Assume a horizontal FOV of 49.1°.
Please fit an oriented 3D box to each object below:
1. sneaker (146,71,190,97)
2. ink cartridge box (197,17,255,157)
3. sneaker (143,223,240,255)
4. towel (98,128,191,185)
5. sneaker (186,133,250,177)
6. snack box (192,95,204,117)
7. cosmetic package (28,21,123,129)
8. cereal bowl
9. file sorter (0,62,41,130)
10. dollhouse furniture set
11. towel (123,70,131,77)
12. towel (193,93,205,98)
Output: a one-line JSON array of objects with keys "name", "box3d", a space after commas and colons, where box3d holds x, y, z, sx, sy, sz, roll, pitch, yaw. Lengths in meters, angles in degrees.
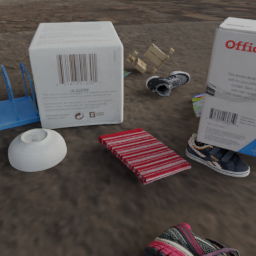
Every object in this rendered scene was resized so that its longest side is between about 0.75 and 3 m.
[{"name": "sneaker", "box3d": [1.520, -1.530, 9.972, 1.634, 0.617, 0.930, -10, 33, -6]}, {"name": "ink cartridge box", "box3d": [2.597, -0.765, 5.716, 1.868, 2.559, 1.079, 17, 37, 21]}, {"name": "sneaker", "box3d": [1.369, 2.101, 3.730, 2.440, 0.984, 0.911, 27, 39, 37]}, {"name": "towel", "box3d": [0.342, 0.586, 6.748, 1.431, 0.222, 1.978, -12, 33, -35]}, {"name": "sneaker", "box3d": [2.078, 0.604, 6.513, 1.523, 0.605, 0.597, 21, 36, 27]}, {"name": "snack box", "box3d": [2.589, -0.778, 8.618, 1.137, 0.301, 0.808, -16, 30, 17]}, {"name": "cosmetic package", "box3d": [-1.488, -1.757, 8.605, 2.396, 2.382, 2.864, -4, 33, -7]}, {"name": "cereal bowl", "box3d": [-2.223, 0.417, 6.833, 1.379, 0.574, 1.379, 0, 31, 0]}, {"name": "file sorter", "box3d": [-3.993, -0.897, 8.127, 2.361, 1.448, 1.638, -16, 34, -23]}, {"name": "dollhouse furniture set", "box3d": [0.896, -3.098, 11.549, 1.313, 1.539, 0.752, 35, 29, -17]}, {"name": "towel", "box3d": [-0.295, -2.235, 11.583, 0.578, 0.085, 0.788, 18, 35, 27]}, {"name": "towel", "box3d": [3.462, -0.833, 9.134, 1.614, 0.266, 2.229, -23, 39, -33]}]
